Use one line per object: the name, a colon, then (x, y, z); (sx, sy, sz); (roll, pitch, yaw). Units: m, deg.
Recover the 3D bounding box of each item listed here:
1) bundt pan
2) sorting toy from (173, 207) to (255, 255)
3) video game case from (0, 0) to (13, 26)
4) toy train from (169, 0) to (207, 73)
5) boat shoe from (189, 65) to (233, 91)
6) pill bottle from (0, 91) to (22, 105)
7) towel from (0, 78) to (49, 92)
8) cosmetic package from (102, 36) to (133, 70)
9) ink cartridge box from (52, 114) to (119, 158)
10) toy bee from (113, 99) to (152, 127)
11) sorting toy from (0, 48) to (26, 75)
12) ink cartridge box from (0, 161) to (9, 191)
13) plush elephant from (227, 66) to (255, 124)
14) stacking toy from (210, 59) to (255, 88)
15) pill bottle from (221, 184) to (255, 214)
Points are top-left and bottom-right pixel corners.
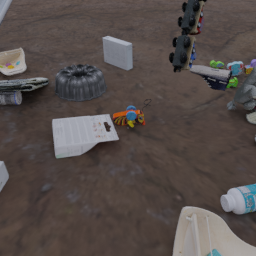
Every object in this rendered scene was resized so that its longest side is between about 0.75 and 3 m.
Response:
bundt pan: (-1.836, -1.854, 10.761); (2.070, 0.777, 2.070); (1, 35, 0)
sorting toy: (1.763, 2.609, 4.410); (1.987, 1.179, 2.207); (10, 36, 1)
video game case: (-2.899, -1.752, 5.638); (0.307, 2.627, 2.389); (28, 56, -30)
toy train: (1.551, -2.610, 6.804); (0.479, 2.808, 0.643); (8, -11, 42)
boat shoe: (2.291, -1.410, 7.971); (1.203, 0.558, 0.449); (17, 33, 23)
pill bottle: (-4.286, -1.081, 9.903); (0.897, 0.510, 0.510); (0, 36, -1)
towel: (-4.173, -1.606, 10.108); (2.212, 0.397, 2.297); (-2, 15, -3)
cosmetic package: (-0.466, -3.347, 12.502); (1.520, 1.146, 0.393); (29, 45, 34)
ink cartridge box: (-1.293, 0.184, 8.289); (1.778, 0.445, 1.431); (-5, 36, -15)
toy bee: (0.218, -0.315, 8.842); (1.310, 0.712, 0.858); (-8, 37, 33)
sorting toy: (-5.058, -2.709, 12.039); (1.508, 0.806, 1.357); (-22, 49, -29)
ink cartridge box: (-3.705, 1.231, 6.660); (1.321, 0.551, 0.960); (4, 36, 5)
plush elephant: (4.201, -0.875, 9.089); (1.277, 1.649, 1.358); (26, 52, -2)
stacking toy: (4.886, -2.545, 11.520); (2.684, 0.631, 2.023); (-9, 35, 7)
pill bottle: (2.599, 1.575, 6.186); (1.021, 0.565, 0.565); (-9, 37, -10)
